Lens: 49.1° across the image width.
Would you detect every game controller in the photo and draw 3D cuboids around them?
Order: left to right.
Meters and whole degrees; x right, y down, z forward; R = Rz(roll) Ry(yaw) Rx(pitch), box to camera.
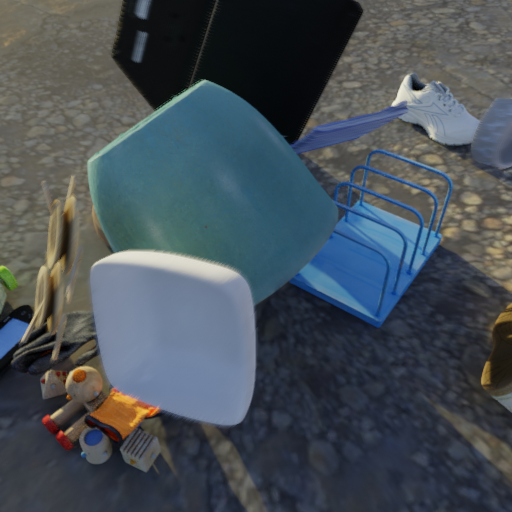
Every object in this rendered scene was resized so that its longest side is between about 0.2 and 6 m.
[{"bbox_3d":[-3.961,1.383,8.845,0.810,0.327,1.553,20,47,19],"label":"game controller"}]

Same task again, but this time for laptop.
[{"bbox_3d":[-0.647,-4.104,10.395,2.023,3.472,3.917,-19,60,-39],"label":"laptop"}]

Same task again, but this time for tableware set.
[{"bbox_3d":[-2.662,0.150,7.182,0.437,2.180,1.441,4,44,-27],"label":"tableware set"}]

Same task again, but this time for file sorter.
[{"bbox_3d":[2.039,-0.452,9.811,1.802,1.593,2.596,26,51,25],"label":"file sorter"}]

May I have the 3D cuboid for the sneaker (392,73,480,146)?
[{"bbox_3d":[4.296,-3.437,13.192,0.939,1.097,2.520,-34,55,-30],"label":"sneaker"}]

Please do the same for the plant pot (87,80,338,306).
[{"bbox_3d":[-0.875,-0.935,8.469,3.347,2.686,3.347,-31,18,11],"label":"plant pot"}]

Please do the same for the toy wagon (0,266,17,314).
[{"bbox_3d":[-5.518,0.568,9.527,2.726,0.539,2.115,32,53,29],"label":"toy wagon"}]

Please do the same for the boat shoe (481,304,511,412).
[{"bbox_3d":[4.184,1.428,8.523,0.829,0.921,2.552,48,47,-5],"label":"boat shoe"}]

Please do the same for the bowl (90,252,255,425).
[{"bbox_3d":[-0.808,0.805,6.169,1.874,1.872,0.700,11,29,22],"label":"bowl"}]

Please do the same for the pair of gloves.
[{"bbox_3d":[-2.097,1.481,8.314,2.561,0.317,2.282,25,33,24],"label":"pair of gloves"}]

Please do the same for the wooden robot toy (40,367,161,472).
[{"bbox_3d":[-2.352,2.040,7.663,2.312,1.049,1.018,33,53,29],"label":"wooden robot toy"}]

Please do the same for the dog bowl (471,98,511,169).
[{"bbox_3d":[3.888,-1.922,8.486,1.332,1.332,0.391,-26,50,-24],"label":"dog bowl"}]

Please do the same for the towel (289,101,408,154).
[{"bbox_3d":[1.418,-2.147,9.564,1.608,0.265,2.221,-17,4,-10],"label":"towel"}]

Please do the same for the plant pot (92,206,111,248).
[{"bbox_3d":[-1.948,-1.249,10.914,2.566,1.184,2.566,0,43,0],"label":"plant pot"}]
